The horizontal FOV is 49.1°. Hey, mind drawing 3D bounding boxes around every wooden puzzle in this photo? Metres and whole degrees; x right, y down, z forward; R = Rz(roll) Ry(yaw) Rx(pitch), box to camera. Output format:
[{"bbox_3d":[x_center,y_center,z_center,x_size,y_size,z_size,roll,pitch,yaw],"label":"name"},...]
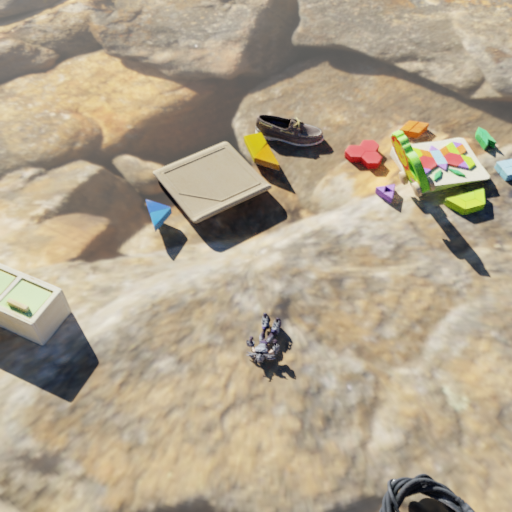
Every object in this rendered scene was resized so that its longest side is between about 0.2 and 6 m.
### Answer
[{"bbox_3d":[-0.942,-1.616,12.197,3.307,0.387,2.231,-21,49,-17],"label":"wooden puzzle"}]

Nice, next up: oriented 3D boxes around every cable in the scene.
[{"bbox_3d":[2.404,3.908,7.638,1.522,0.474,1.865,-34,62,-19],"label":"cable"}]

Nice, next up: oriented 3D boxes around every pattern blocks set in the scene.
[{"bbox_3d":[4.081,-2.087,12.607,3.443,0.279,3.026,-20,54,-16],"label":"pattern blocks set"}]

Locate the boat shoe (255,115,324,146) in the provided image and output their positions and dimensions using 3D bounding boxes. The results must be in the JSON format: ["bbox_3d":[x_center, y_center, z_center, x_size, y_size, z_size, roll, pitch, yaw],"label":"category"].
[{"bbox_3d":[0.790,-2.997,13.214,1.639,0.488,0.589,11,51,9],"label":"boat shoe"}]

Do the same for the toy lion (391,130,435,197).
[{"bbox_3d":[3.146,-1.966,11.530,0.433,1.209,1.261,-24,26,5],"label":"toy lion"}]

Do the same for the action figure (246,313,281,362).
[{"bbox_3d":[0.147,1.457,9.673,0.597,0.319,0.918,11,51,12],"label":"action figure"}]

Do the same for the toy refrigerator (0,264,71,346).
[{"bbox_3d":[-4.531,0.695,9.998,2.215,0.775,0.841,21,53,15],"label":"toy refrigerator"}]
